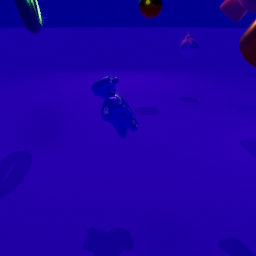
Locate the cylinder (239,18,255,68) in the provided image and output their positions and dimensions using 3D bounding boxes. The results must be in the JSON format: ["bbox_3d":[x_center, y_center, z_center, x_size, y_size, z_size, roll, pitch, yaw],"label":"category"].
[{"bbox_3d":[3.813,-2.400,7.173,1.374,1.374,1.374,-3,-19,-8],"label":"cylinder"}]

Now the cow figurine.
[{"bbox_3d":[-0.206,-0.366,4.438,0.494,0.899,0.885,-32,30,12],"label":"cow figurine"}]

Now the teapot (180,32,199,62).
[{"bbox_3d":[2.557,-3.333,11.540,0.781,1.256,0.615,-7,13,36],"label":"teapot"}]

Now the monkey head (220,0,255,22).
[{"bbox_3d":[1.810,-1.913,3.966,1.594,1.147,0.961,34,46,-10],"label":"monkey head"}]

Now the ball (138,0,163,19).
[{"bbox_3d":[0.840,-4.537,10.368,0.910,0.910,0.910,0,22,0],"label":"ball"}]

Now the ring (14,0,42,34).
[{"bbox_3d":[-2.398,-3.114,6.487,0.363,1.815,1.815,-14,24,-7],"label":"ring"}]
